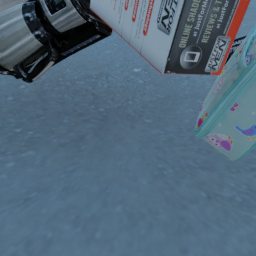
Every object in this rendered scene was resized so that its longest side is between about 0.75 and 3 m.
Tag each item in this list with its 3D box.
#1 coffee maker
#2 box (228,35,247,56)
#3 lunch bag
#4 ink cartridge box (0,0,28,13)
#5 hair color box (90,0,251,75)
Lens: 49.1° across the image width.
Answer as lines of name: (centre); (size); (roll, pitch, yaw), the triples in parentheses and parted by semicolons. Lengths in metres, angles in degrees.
coffee maker: (-1.850, -2.498, 6.802); (2.627, 1.770, 2.524); (-22, 23, 19)
box: (3.229, -1.981, 6.651); (1.502, 0.376, 1.514); (-13, -3, 31)
lunch bag: (2.097, -0.868, 4.584); (0.979, 2.037, 2.539); (31, 43, 6)
ink cartridge box: (-2.973, -4.024, 8.324); (1.837, 2.541, 1.070); (-9, 73, 22)
hair color box: (0.321, -1.832, 3.594); (0.820, 1.359, 2.677); (-3, 36, -25)
